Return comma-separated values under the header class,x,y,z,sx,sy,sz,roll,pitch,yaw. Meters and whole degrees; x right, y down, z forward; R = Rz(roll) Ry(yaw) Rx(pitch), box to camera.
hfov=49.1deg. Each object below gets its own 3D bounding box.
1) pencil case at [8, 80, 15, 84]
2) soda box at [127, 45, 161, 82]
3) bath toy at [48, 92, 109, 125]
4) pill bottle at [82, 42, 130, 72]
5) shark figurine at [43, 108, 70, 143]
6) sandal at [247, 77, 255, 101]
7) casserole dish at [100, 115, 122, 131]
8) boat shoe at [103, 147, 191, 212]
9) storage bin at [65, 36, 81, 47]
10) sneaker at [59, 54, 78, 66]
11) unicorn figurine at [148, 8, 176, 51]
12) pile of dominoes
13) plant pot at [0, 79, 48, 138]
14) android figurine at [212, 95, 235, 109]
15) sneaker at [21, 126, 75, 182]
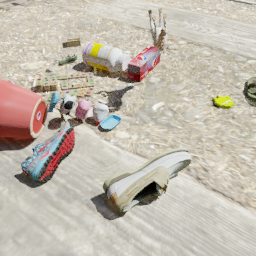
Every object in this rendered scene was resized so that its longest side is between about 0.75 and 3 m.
class,x,y,z,sx,sy,sz,roll,pitch,yaw
pencil case,-5.136,-1.129,10.762,1.930,0.835,0.799,-36,18,-35
soda box,0.769,-3.033,13.020,0.699,0.772,2.205,20,44,22
bath toy,-1.726,-0.644,9.941,2.065,0.763,0.898,13,-7,-18
pill bottle,-0.996,-3.252,13.028,2.126,1.108,1.108,20,44,21
shark figurine,-2.249,-0.040,9.574,0.967,0.675,1.618,5,42,4
sandal,5.326,-1.685,11.582,0.777,0.558,1.957,5,40,6
casserole dish,-0.611,-0.177,10.094,0.535,0.171,0.884,24,45,26
boat shoe,0.695,1.430,7.651,2.658,0.993,0.909,-24,50,-15
storage bin,-3.009,-4.801,15.450,0.779,0.365,0.774,-11,42,-12
sneaker,-2.942,-3.393,13.710,0.984,0.442,0.330,-20,44,-22
unicorn figurine,1.153,-3.488,10.205,0.829,1.542,2.245,2,40,17
pile of dominoes,-2.647,-1.903,11.975,2.494,0.397,1.944,-8,41,-9
plant pot,-3.769,-0.544,9.315,1.777,2.009,2.009,13,41,2
android figurine,3.810,-1.038,11.123,0.776,0.175,0.853,-26,45,-28
sneaker,-2.444,0.616,8.623,1.039,0.863,2.176,13,41,18
